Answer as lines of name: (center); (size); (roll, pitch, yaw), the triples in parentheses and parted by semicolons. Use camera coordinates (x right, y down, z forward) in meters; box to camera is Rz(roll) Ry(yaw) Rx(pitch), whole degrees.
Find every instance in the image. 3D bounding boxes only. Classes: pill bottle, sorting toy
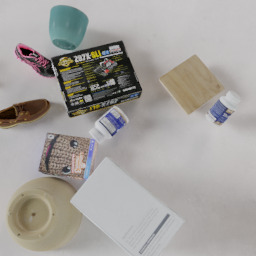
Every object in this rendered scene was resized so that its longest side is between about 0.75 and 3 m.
pill bottle: (3.434, -0.698, 10.049); (0.694, 0.694, 1.250); (41, 122, 10)
pill bottle: (-0.734, -0.090, 10.396); (1.379, 0.825, 0.825); (-42, 79, -10)
sorting toy: (2.428, -1.613, 10.908); (1.798, 0.629, 1.809); (-35, 78, -8)

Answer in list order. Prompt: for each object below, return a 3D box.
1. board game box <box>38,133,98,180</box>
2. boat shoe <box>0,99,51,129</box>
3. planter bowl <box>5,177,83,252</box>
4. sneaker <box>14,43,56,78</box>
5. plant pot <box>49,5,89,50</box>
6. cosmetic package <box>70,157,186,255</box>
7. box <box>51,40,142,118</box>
board game box: (-2.091, 1.048, 10.060); (1.778, 0.861, 1.417); (7, 75, 3)
boat shoe: (-4.010, -0.582, 10.576); (2.153, 0.727, 0.775); (-21, 76, -5)
planter bowl: (-2.861, 2.803, 9.158); (2.543, 1.711, 2.543); (0, 75, -1)
sneaker: (-3.522, -2.634, 10.876); (1.924, 0.917, 0.760); (29, 74, -16)
plant pot: (-2.423, -3.853, 11.092); (1.545, 1.545, 1.240); (9, 80, 2)
cosmetic package: (-0.048, 2.522, 8.684); (2.744, 2.735, 1.687); (39, 78, 10)
box: (-1.198, -1.918, 10.789); (2.941, 0.726, 2.348); (-18, 74, -12)
